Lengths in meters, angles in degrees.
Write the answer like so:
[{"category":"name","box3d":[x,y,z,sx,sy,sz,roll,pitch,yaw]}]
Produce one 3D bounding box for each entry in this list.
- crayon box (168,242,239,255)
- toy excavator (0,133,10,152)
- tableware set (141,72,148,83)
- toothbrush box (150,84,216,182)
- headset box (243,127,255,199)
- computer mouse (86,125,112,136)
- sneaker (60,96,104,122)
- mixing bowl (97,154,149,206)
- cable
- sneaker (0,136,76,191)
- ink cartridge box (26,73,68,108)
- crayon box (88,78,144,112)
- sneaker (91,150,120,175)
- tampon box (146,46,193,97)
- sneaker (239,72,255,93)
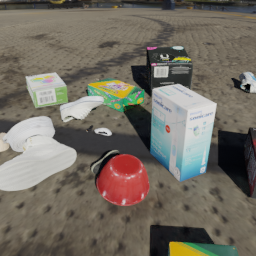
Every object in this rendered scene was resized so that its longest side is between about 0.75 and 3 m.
[{"category":"crayon box","box3d":[1.423,3.183,4.899,1.369,0.672,2.306,2,29,4]},{"category":"toy excavator","box3d":[-5.639,0.562,9.221,2.449,1.258,2.519,11,22,16]},{"category":"tableware set","box3d":[1.781,-2.943,16.223,2.021,0.234,1.688,-11,31,-19]},{"category":"toothbrush box","box3d":[1.583,0.100,8.602,1.032,2.420,1.772,-14,33,-24]},{"category":"headset box","box3d":[4.618,1.148,8.138,2.038,1.058,2.738,8,29,14]},{"category":"computer mouse","box3d":[-1.087,0.077,10.822,0.996,0.219,0.546,11,15,13]},{"category":"sneaker","box3d":[-1.839,-0.728,11.310,2.107,0.746,0.769,-15,-13,31]},{"category":"mixing bowl","box3d":[-0.086,1.296,7.830,1.532,0.830,1.532,5,40,-4]},{"category":"cable","box3d":[-3.239,0.209,9.413,1.551,1.551,0.537,-7,62,-49]},{"category":"sneaker","box3d":[-3.081,0.997,8.651,1.494,0.952,2.585,24,27,38]},{"category":"ink cartridge box","box3d":[-4.171,-2.090,14.050,1.549,0.885,2.984,-13,32,-22]},{"category":"crayon box","box3d":[-0.606,-1.641,13.404,2.468,0.719,1.466,26,39,38]},{"category":"sneaker","box3d":[-0.537,1.176,8.813,0.608,0.428,1.144,28,49,33]},{"category":"tampon box","box3d":[2.059,-2.988,14.540,2.049,1.726,2.733,-2,35,-1]},{"category":"sneaker","box3d":[6.283,-2.401,14.811,0.871,0.754,2.011,-9,30,-5]}]
